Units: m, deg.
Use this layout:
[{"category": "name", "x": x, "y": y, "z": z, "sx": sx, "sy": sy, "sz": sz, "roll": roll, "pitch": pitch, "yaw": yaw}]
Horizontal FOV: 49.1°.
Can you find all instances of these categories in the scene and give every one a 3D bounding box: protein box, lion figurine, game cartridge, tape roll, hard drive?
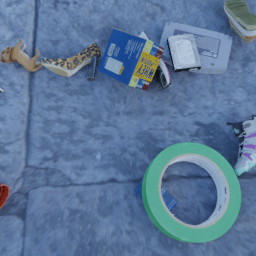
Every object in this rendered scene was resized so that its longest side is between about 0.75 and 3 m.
[{"category": "protein box", "x": 0.078, "y": -2.180, "z": 8.970, "sx": 1.484, "sy": 1.001, "sz": 1.474, "roll": 32, "pitch": 106, "yaw": 35}, {"category": "lion figurine", "x": -3.685, "y": -2.434, "z": 9.884, "sx": 1.658, "sy": 0.601, "sz": 1.015, "roll": 31, "pitch": 80, "yaw": 7}, {"category": "game cartridge", "x": 2.373, "y": -2.841, "z": 10.098, "sx": 2.512, "sy": 0.514, "sz": 1.672, "roll": 16, "pitch": 67, "yaw": 6}, {"category": "tape roll", "x": 1.803, "y": 1.810, "z": 8.088, "sx": 2.772, "sy": 0.666, "sz": 2.772, "roll": 3, "pitch": 70, "yaw": -7}, {"category": "hard drive", "x": 1.922, "y": -2.592, "z": 9.648, "sx": 0.943, "sy": 0.255, "sz": 1.350, "roll": -7, "pitch": 69, "yaw": -3}]

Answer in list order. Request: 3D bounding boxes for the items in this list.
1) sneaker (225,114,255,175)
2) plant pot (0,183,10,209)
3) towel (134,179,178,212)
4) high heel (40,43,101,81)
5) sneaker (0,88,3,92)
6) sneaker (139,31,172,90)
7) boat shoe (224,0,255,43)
[{"category": "sneaker", "x": 3.587, "y": 0.387, "z": 8.786, "sx": 1.460, "sy": 0.811, "sz": 2.087, "roll": 43, "pitch": 66, "yaw": 16}, {"category": "plant pot", "x": -4.206, "y": 1.874, "z": 8.136, "sx": 0.990, "sy": 1.018, "sz": 1.018, "roll": 25, "pitch": 72, "yaw": 17}, {"category": "towel", "x": 0.816, "y": 2.048, "z": 8.385, "sx": 1.246, "sy": 0.302, "sz": 0.696, "roll": 43, "pitch": 76, "yaw": 13}, {"category": "high heel", "x": -1.965, "y": -2.512, "z": 9.787, "sx": 1.958, "sy": 0.699, "sz": 1.396, "roll": 12, "pitch": 76, "yaw": -13}, {"category": "sneaker", "x": -4.689, "y": -1.301, "z": 9.633, "sx": 0.815, "sy": 0.288, "sz": 0.404, "roll": 23, "pitch": 73, "yaw": 14}, {"category": "sneaker", "x": 0.701, "y": -2.190, "z": 9.770, "sx": 0.969, "sy": 0.901, "sz": 2.243, "roll": -30, "pitch": 69, "yaw": 8}, {"category": "boat shoe", "x": 4.088, "y": -4.018, "z": 10.348, "sx": 0.854, "sy": 0.781, "sz": 2.284, "roll": -8, "pitch": 49, "yaw": 3}]
